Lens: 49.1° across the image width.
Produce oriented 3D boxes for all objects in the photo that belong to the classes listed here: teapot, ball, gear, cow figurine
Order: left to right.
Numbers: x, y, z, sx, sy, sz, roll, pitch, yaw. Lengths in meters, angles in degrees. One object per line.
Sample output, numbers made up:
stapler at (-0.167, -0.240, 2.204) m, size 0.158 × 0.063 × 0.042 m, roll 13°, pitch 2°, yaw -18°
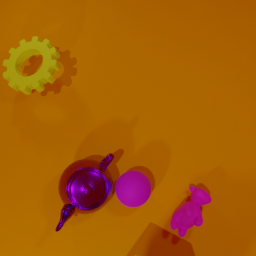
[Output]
gear at (-2.531, -1.652, 7.364) m, size 1.534 × 0.284 × 1.534 m, roll -4°, pitch 72°, yaw 13°
teapot at (-0.992, 1.427, 6.480) m, size 1.296 × 1.020 × 2.084 m, roll 39°, pitch 78°, yaw -8°
ball at (0.127, 1.446, 6.669) m, size 0.859 × 0.859 × 0.859 m, roll 0°, pitch 70°, yaw 0°
cow figurine at (1.480, 1.926, 6.644) m, size 0.593 × 1.064 × 1.081 m, roll 43°, pitch 112°, yaw -4°
